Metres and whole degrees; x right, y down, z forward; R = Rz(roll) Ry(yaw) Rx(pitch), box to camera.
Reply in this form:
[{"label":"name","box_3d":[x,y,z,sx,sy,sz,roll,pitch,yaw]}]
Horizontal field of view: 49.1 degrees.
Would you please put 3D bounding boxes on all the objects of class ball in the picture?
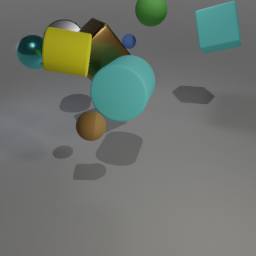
[{"label":"ball","box_3d":[-1.954,-1.577,5.847,0.700,0.700,0.700,0,30,0]},{"label":"ball","box_3d":[0.048,-4.226,13.676,0.700,0.700,0.700,0,30,0]},{"label":"ball","box_3d":[1.009,-5.149,12.172,1.400,1.400,1.400,0,30,0]},{"label":"ball","box_3d":[-0.867,-0.048,6.542,0.700,0.700,0.700,0,30,0]}]

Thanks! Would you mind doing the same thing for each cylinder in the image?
[{"label":"cylinder","box_3d":[-2.225,-2.966,10.205,1.400,1.400,1.400,-2,-7,-4]},{"label":"cylinder","box_3d":[-0.992,-1.248,4.625,0.700,0.700,0.700,7,29,-8]},{"label":"cylinder","box_3d":[-0.085,-1.048,7.163,1.400,1.400,1.400,7,24,11]}]

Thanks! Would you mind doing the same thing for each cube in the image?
[{"label":"cube","box_3d":[3.442,-3.743,10.613,1.400,1.400,1.400,-6,5,25]},{"label":"cube","box_3d":[-0.956,-2.289,8.614,1.400,1.400,1.400,-43,36,2]}]
